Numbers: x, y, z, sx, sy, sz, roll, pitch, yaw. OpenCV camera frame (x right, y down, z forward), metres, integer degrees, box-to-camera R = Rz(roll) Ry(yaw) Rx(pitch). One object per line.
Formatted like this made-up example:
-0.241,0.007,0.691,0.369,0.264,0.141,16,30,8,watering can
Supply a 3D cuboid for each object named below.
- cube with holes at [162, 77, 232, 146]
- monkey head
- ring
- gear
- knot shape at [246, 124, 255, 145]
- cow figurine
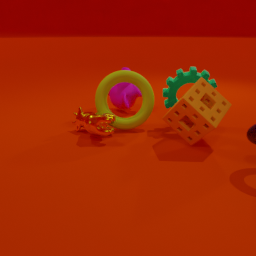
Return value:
1.676,-0.395,6.876,0.994,0.994,0.994,43,54,2,cube with holes
-0.179,-1.332,9.707,1.092,1.303,1.812,-30,31,-13,monkey head
-0.090,-0.796,7.999,1.699,1.699,0.340,-1,1,-4,ring
1.741,-0.955,7.893,1.494,1.494,0.276,2,32,5,gear
3.237,0.450,5.395,1.689,0.780,1.580,14,29,-44,knot shape
-0.996,-0.161,7.588,1.295,0.722,1.316,8,5,7,cow figurine
